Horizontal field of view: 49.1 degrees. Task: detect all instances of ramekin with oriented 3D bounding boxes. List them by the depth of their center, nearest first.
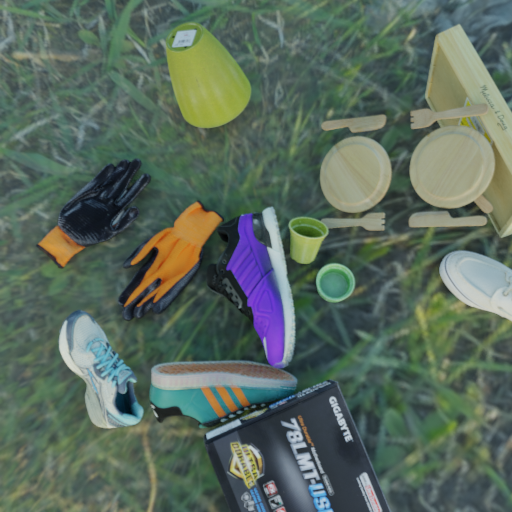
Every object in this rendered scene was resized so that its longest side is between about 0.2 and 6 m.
[{"bbox_3d":[1.349,0.489,9.672,0.655,0.320,0.655,0,72,0],"label":"ramekin"}]

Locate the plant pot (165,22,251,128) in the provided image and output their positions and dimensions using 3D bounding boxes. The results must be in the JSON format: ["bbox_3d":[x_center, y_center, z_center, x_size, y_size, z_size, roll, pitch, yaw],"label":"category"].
[{"bbox_3d":[-0.984,-3.349,10.077,1.420,1.517,1.420,-8,61,14],"label":"plant pot"}]

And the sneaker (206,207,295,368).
[{"bbox_3d":[-0.125,0.577,9.383,1.370,0.957,2.754,-9,67,1],"label":"sneaker"}]

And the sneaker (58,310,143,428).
[{"bbox_3d":[-2.261,1.720,8.575,0.874,0.786,2.026,-5,112,35],"label":"sneaker"}]

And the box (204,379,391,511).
[{"bbox_3d":[0.612,3.303,8.403,2.195,0.549,2.211,-21,88,-7],"label":"box"}]

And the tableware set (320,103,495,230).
[{"bbox_3d":[2.525,-1.410,9.564,2.977,0.597,1.968,1,90,34],"label":"tableware set"}]

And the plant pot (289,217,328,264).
[{"bbox_3d":[0.847,-0.233,9.662,0.675,0.621,0.675,6,35,-5],"label":"plant pot"}]

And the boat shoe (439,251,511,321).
[{"bbox_3d":[4.337,0.676,9.299,2.602,0.908,0.922,36,76,11],"label":"boat shoe"}]

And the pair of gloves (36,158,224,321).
[{"bbox_3d":[-2.209,-0.348,9.950,2.753,0.340,2.453,34,77,13],"label":"pair of gloves"}]

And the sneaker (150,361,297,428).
[{"bbox_3d":[-0.517,2.229,8.931,2.321,0.828,0.927,3,99,-8],"label":"sneaker"}]

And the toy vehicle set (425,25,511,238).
[{"bbox_3d":[3.851,-2.044,9.595,0.423,1.983,3.191,-22,73,5],"label":"toy vehicle set"}]
